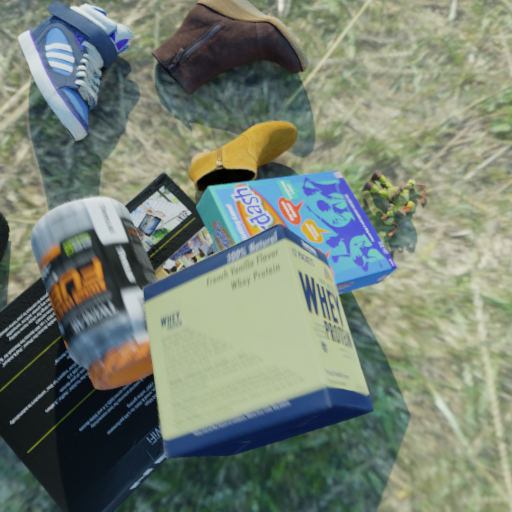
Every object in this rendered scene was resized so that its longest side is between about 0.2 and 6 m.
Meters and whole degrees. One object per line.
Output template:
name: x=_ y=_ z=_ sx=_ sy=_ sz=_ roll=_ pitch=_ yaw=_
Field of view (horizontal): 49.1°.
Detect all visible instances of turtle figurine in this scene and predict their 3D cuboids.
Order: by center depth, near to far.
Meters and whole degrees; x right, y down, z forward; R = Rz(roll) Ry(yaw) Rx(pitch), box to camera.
turtle figurine: x=2.208 y=-0.945 z=9.159 sx=0.947 sy=0.378 sz=1.175 roll=34 pitch=73 yaw=12

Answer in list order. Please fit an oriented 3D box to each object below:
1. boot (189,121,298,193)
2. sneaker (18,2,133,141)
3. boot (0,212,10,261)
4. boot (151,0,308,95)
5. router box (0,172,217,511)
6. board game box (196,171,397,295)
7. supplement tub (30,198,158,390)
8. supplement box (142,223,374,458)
boot: x=-0.099 y=-1.494 z=8.818 sx=1.963 sy=0.691 sz=1.405 roll=-20 pitch=28 yaw=-4
sneaker: x=-2.881 y=-3.349 z=9.700 sx=1.831 sy=1.008 sz=2.501 roll=-28 pitch=67 yaw=-5
boot: x=-4.917 y=0.331 z=8.558 sx=1.624 sy=0.842 sz=2.486 roll=4 pitch=63 yaw=7
boot: x=-0.470 y=-3.535 z=10.041 sx=1.969 sy=0.856 sz=2.367 roll=-45 pitch=77 yaw=-2
router box: x=-1.746 y=1.210 z=7.896 sx=4.005 sy=1.023 sz=2.987 roll=-43 pitch=78 yaw=-12
board game box: x=0.601 y=-0.247 z=7.857 sx=2.392 sy=0.538 sz=1.819 roll=-13 pitch=66 yaw=-34
supplement tub: x=-1.826 y=0.452 z=6.821 sx=1.284 sy=1.284 sz=2.096 roll=-25 pitch=70 yaw=-9
supplement box: x=-0.027 y=0.961 z=5.879 sx=1.818 sy=1.221 sz=1.816 roll=-25 pitch=63 yaw=22
